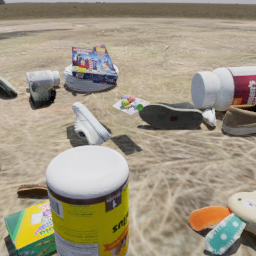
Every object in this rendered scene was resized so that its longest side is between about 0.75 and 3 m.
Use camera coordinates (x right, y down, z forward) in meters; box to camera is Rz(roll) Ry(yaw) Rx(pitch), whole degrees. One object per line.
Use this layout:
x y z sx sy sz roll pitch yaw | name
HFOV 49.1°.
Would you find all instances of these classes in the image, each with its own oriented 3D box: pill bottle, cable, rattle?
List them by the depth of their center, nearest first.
-0.543 1.386 4.203 1.126 2.060 1.126 0 26 0 | pill bottle
2.628 1.202 4.885 2.741 1.958 1.784 8 43 4 | rattle
3.976 -1.460 10.447 2.938 1.610 1.610 -4 27 -9 | pill bottle
-3.896 -2.230 12.918 1.413 0.801 0.801 -10 28 -21 | pill bottle
-1.728 -2.530 13.428 2.604 0.901 2.603 -15 29 -29 | cable

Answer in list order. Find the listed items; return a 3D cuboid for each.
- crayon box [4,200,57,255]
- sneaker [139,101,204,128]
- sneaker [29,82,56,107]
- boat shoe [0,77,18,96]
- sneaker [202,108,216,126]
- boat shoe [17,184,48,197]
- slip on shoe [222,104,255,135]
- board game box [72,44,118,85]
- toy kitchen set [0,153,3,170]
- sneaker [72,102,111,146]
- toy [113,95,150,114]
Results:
-1.415 1.786 5.230 1.475 0.430 0.876 -16 31 -30 | crayon box
1.412 -0.518 9.657 2.150 0.804 1.142 8 21 -3 | sneaker
-3.519 -1.422 11.493 0.988 0.659 1.725 -11 31 -25 | sneaker
-5.842 -1.874 12.417 2.642 0.949 0.893 26 74 30 | boat shoe
2.776 -0.338 9.634 0.463 0.440 1.151 -5 20 14 | sneaker
-2.077 1.362 6.271 0.774 0.272 0.272 2 29 3 | boat shoe
4.464 -0.439 9.221 2.866 0.868 1.089 -6 27 -11 | slip on shoe
-1.097 -2.097 8.911 1.411 0.435 1.410 4 56 -18 | board game box
-3.948 0.713 6.053 1.795 1.624 1.990 -7 27 -13 | toy kitchen set
-1.227 -0.107 7.842 0.676 0.697 1.910 -40 43 -7 | sneaker
0.041 -0.758 8.057 0.660 0.271 1.146 -33 33 -18 | toy
